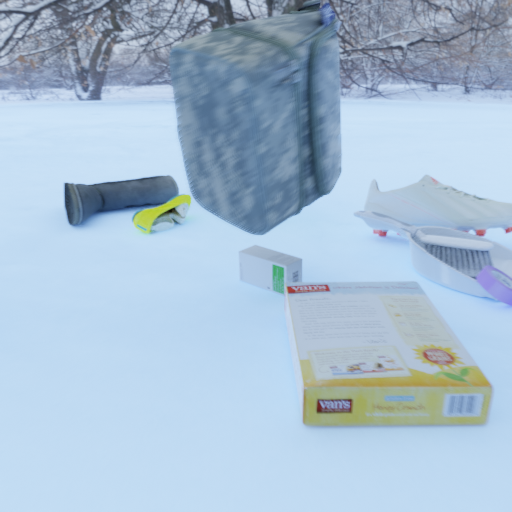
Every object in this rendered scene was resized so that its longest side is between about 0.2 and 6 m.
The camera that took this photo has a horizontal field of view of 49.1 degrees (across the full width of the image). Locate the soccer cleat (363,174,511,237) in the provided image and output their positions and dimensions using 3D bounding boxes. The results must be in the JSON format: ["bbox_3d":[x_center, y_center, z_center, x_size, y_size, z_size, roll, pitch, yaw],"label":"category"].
[{"bbox_3d":[3.898,-1.060,11.595,3.333,1.293,1.155,1,-1,20],"label":"soccer cleat"}]

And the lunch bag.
[{"bbox_3d":[0.257,-2.097,8.396,2.383,2.841,1.980,-33,42,-32],"label":"lunch bag"}]

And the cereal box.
[{"bbox_3d":[1.475,1.112,7.280,2.065,0.567,2.870,0,20,0],"label":"cereal box"}]

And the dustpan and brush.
[{"bbox_3d":[3.249,-0.222,10.466,3.116,0.892,2.174,13,24,31],"label":"dustpan and brush"}]

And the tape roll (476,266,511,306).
[{"bbox_3d":[3.945,0.477,9.047,0.736,0.241,0.736,25,28,-14],"label":"tape roll"}]

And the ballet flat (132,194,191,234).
[{"bbox_3d":[-2.026,-0.921,13.010,0.631,0.629,1.882,35,37,23],"label":"ballet flat"}]

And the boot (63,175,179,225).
[{"bbox_3d":[-3.324,-1.460,14.047,2.802,1.017,2.547,0,21,-21],"label":"boot"}]

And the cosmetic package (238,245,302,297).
[{"bbox_3d":[0.241,0.241,9.652,1.100,0.592,0.467,15,27,39],"label":"cosmetic package"}]
